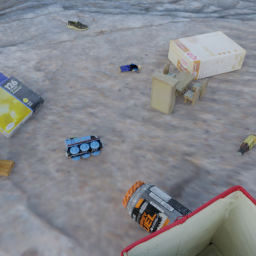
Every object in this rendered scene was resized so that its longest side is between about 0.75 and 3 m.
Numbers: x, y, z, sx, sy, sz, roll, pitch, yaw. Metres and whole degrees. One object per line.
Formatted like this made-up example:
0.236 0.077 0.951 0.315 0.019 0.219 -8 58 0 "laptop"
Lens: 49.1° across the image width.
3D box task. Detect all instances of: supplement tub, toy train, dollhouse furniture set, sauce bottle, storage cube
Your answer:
0.734 2.081 6.896 1.658 1.016 1.016 32 53 28 "supplement tub"
-1.380 0.563 8.728 1.180 0.511 0.674 -15 49 -14 "toy train"
1.761 -1.678 10.345 1.790 1.357 2.042 29 52 25 "dollhouse furniture set"
3.770 0.570 8.891 0.320 0.320 0.969 35 58 29 "sauce bottle"
1.542 3.141 4.702 2.538 2.669 2.969 -22 50 -20 "storage cube"

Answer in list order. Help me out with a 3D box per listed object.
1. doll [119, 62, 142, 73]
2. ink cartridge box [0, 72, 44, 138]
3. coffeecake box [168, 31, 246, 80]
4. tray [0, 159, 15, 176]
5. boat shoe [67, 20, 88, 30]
0.108 -2.601 12.042 0.991 0.240 0.676 -7 47 -6 "doll"
-4.267 -0.934 9.661 1.965 0.462 1.942 39 51 -8 "ink cartridge box"
3.337 -3.166 12.101 2.546 0.930 1.955 -15 47 -14 "coffeecake box"
-3.940 1.152 8.407 0.923 0.171 0.455 6 46 7 "tray"
-2.655 -5.410 14.701 1.156 0.380 0.413 12 47 11 "boat shoe"
